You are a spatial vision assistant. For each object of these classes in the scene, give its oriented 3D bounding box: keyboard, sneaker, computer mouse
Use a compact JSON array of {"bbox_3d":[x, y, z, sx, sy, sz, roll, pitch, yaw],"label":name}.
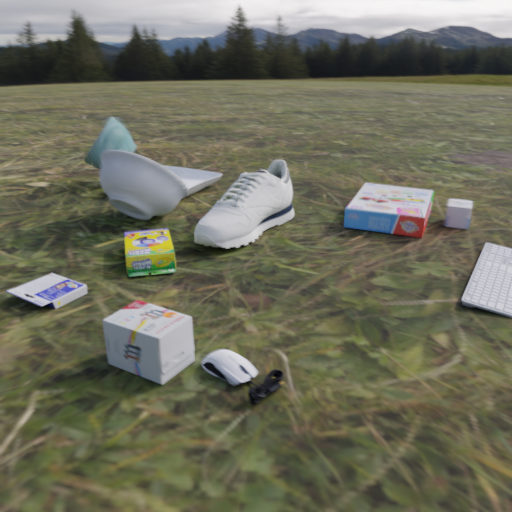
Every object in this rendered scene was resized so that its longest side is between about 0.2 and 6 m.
[{"bbox_3d":[4.479,0.365,10.347,0.854,0.162,3.035,12,25,26],"label":"keyboard"},{"bbox_3d":[-0.279,-1.163,12.528,1.275,1.344,3.338,16,30,26],"label":"sneaker"},{"bbox_3d":[-0.247,1.507,7.407,1.240,0.272,0.680,18,30,38],"label":"computer mouse"}]

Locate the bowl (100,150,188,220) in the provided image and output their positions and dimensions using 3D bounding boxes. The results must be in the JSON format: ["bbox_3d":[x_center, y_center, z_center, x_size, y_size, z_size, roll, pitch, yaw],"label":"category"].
[{"bbox_3d":[-2.811,-1.508,13.258,2.191,0.985,2.191,19,-15,5],"label":"bowl"}]

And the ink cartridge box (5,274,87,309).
[{"bbox_3d":[-3.589,0.638,9.623,0.949,0.226,0.961,15,28,30],"label":"ink cartridge box"}]

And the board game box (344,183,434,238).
[{"bbox_3d":[3.262,-1.162,13.562,1.812,0.478,2.368,10,25,19],"label":"board game box"}]

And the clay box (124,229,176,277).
[{"bbox_3d":[-2.121,-0.082,11.121,0.937,0.388,1.631,-6,22,-12],"label":"clay box"}]

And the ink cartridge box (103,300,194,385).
[{"bbox_3d":[-1.450,1.160,7.655,1.003,0.726,0.729,13,26,29],"label":"ink cartridge box"}]

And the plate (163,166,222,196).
[{"bbox_3d":[-2.576,-2.057,15.933,2.455,0.397,2.450,11,24,25],"label":"plate"}]

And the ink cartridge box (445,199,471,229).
[{"bbox_3d":[4.759,-0.991,13.162,0.512,0.514,0.701,9,22,19],"label":"ink cartridge box"}]

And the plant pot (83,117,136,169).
[{"bbox_3d":[-4.219,-3.158,16.551,1.052,1.570,1.570,32,15,-18],"label":"plant pot"}]
